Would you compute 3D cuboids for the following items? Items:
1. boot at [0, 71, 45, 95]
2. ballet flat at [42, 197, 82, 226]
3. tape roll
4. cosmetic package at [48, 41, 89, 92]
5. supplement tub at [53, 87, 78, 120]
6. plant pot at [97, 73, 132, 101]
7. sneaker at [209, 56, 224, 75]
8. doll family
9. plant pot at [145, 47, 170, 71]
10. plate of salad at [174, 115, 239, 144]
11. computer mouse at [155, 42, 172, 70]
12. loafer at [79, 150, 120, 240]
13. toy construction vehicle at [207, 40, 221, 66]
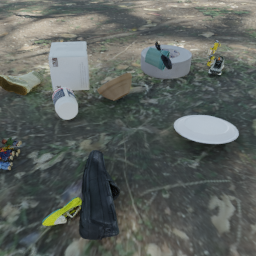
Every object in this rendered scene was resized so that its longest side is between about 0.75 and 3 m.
[{"bbox_3d":[-5.155,-2.313,13.432,1.913,0.689,1.479,20,41,17],"label":"boot"},{"bbox_3d":[-1.648,2.247,7.335,0.393,0.392,1.173,41,48,22],"label":"ballet flat"},{"bbox_3d":[2.030,-3.615,15.080,2.682,0.886,2.682,-1,36,0],"label":"tape roll"},{"bbox_3d":[-2.787,-2.999,13.486,1.722,1.720,2.087,-5,37,-8],"label":"cosmetic package"},{"bbox_3d":[-2.549,-1.010,11.402,0.909,0.909,1.295,-11,36,-15],"label":"supplement tub"},{"bbox_3d":[-0.451,-1.702,12.230,1.639,0.757,1.639,-28,3,2],"label":"plant pot"},{"bbox_3d":[4.717,-3.303,14.826,0.641,0.688,1.735,16,40,18],"label":"sneaker"},{"bbox_3d":[-4.039,0.869,9.150,0.745,0.506,1.289,8,39,3],"label":"doll family"},{"bbox_3d":[1.127,-2.749,10.964,0.800,0.817,0.817,22,40,10],"label":"plant pot"},{"bbox_3d":[2.805,0.099,10.180,2.271,0.546,2.271,2,26,-1],"label":"plate of salad"},{"bbox_3d":[1.213,-2.485,9.450,0.390,0.227,1.331,22,40,-49],"label":"computer mouse"},{"bbox_3d":[-0.745,1.712,7.641,1.022,0.989,2.912,8,33,-12],"label":"loafer"},{"bbox_3d":[4.810,-4.157,15.659,0.457,1.131,1.299,25,40,20],"label":"toy construction vehicle"}]
